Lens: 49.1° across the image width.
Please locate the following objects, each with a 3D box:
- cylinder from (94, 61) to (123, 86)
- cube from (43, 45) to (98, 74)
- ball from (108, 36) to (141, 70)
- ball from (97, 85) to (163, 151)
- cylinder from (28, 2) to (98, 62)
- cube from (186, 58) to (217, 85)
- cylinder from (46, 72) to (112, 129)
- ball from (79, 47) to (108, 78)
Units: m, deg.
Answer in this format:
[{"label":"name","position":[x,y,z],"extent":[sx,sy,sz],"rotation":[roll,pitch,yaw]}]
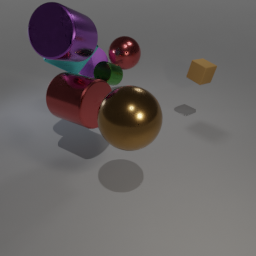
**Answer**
[{"label":"cylinder","position":[-0.625,-1.740,8.977],"extent":[0.700,0.700,0.700],"rotation":[18,11,28]},{"label":"cube","position":[-2.168,-3.007,9.945],"extent":[1.400,1.400,1.400],"rotation":[19,34,-46]},{"label":"ball","position":[-0.145,-3.219,12.045],"extent":[1.400,1.400,1.400],"rotation":[0,30,0]},{"label":"ball","position":[0.041,-0.208,6.028],"extent":[1.400,1.400,1.400],"rotation":[0,30,0]},{"label":"cylinder","position":[-1.737,-2.558,7.693],"extent":[1.400,1.400,1.400],"rotation":[10,13,17]},{"label":"cube","position":[2.738,-2.103,10.434],"extent":[0.700,0.700,0.700],"rotation":[-18,45,-38]},{"label":"cylinder","position":[-1.383,-0.817,8.104],"extent":[1.400,1.400,1.400],"rotation":[18,35,33]},{"label":"ball","position":[-1.550,-2.805,11.986],"extent":[1.400,1.400,1.400],"rotation":[0,30,0]}]
